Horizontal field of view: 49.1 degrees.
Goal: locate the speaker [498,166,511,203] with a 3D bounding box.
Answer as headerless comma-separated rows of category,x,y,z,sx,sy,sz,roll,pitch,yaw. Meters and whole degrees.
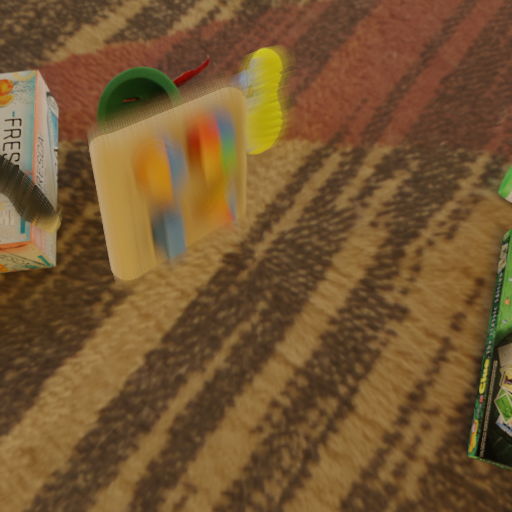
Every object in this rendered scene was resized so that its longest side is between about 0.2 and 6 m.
speaker,5.290,-1.025,9.896,1.773,0.784,0.784,26,70,10

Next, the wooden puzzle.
wooden puzzle,-0.838,-0.803,6.632,2.052,1.900,0.475,-31,49,-34

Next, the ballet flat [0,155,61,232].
ballet flat,-3.522,-1.002,7.304,0.870,2.619,0.744,31,78,32

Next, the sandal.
sandal,0.023,-2.379,8.808,0.629,0.688,1.581,7,90,-30

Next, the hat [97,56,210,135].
hat,-1.780,-2.773,10.885,2.011,1.770,1.665,-19,98,19

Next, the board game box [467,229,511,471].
board game box,4.771,1.593,9.030,2.047,0.458,3.907,16,69,9

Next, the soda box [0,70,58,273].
soda box,-4.203,-1.495,9.843,1.101,1.185,3.464,-6,68,-2
